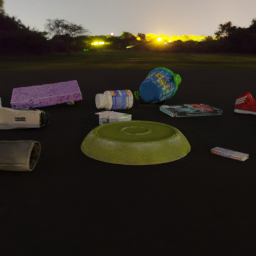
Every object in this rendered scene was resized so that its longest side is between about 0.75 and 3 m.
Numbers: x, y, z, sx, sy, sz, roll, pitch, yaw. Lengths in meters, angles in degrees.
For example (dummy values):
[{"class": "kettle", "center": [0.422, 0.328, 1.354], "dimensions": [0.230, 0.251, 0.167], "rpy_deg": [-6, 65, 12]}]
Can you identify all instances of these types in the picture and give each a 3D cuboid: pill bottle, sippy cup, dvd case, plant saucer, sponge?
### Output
[{"class": "pill bottle", "center": [-0.575, -1.148, 11.533], "dimensions": [1.423, 0.797, 0.797], "rpy_deg": [-6, 16, -24]}, {"class": "sippy cup", "center": [1.362, -1.934, 13.384], "dimensions": [1.672, 2.129, 1.560], "rpy_deg": [36, 36, 10]}, {"class": "dvd case", "center": [2.445, -0.717, 11.110], "dimensions": [2.017, 0.222, 1.472], "rpy_deg": [-3, 15, -13]}, {"class": "plant saucer", "center": [0.187, 0.233, 7.043], "dimensions": [2.736, 0.425, 2.736], "rpy_deg": [0, 14, 0]}, {"class": "sponge", "center": [-3.527, -1.471, 12.205], "dimensions": [2.866, 0.427, 1.599], "rpy_deg": [-11, 31, -11]}]

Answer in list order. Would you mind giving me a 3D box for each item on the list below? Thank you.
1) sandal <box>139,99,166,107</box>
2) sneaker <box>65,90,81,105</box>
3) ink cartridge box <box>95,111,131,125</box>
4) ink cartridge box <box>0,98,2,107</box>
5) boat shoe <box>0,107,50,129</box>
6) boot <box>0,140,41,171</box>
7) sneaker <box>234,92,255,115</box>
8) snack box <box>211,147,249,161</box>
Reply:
[{"class": "sandal", "center": [1.128, -1.133, 12.595], "dimensions": [1.251, 0.268, 0.476], "rpy_deg": [-4, 15, -14]}, {"class": "sneaker", "center": [-2.660, -1.486, 13.324], "dimensions": [0.686, 0.577, 1.749], "rpy_deg": [3, 15, 5]}, {"class": "ink cartridge box", "center": [-0.501, -0.286, 9.127], "dimensions": [1.085, 0.365, 0.636], "rpy_deg": [12, 19, 39]}, {"class": "ink cartridge box", "center": [-5.928, -1.002, 11.478], "dimensions": [1.017, 0.569, 1.491], "rpy_deg": [-13, 21, -41]}, {"class": "boat shoe", "center": [-3.397, -0.293, 8.830], "dimensions": [1.878, 0.701, 0.871], "rpy_deg": [6, 4, 6]}, {"class": "boot", "center": [-2.832, 0.393, 5.871], "dimensions": [1.925, 0.698, 1.750], "rpy_deg": [-8, 29, -5]}, {"class": "sneaker", "center": [4.858, -0.935, 10.727], "dimensions": [1.421, 0.821, 0.557], "rpy_deg": [3, 15, 12]}, {"class": "snack box", "center": [2.292, 0.579, 6.339], "dimensions": [0.772, 0.094, 0.277], "rpy_deg": [14, 20, 43]}]
